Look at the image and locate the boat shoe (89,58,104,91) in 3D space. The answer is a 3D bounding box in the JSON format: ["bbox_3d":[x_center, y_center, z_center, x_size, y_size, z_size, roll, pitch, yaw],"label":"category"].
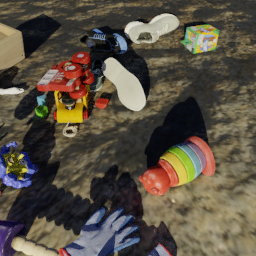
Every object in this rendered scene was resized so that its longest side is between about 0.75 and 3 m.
[{"bbox_3d":[-1.290,-2.101,10.965,0.684,0.580,1.879,4,40,4],"label":"boat shoe"}]

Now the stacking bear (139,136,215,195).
[{"bbox_3d":[1.165,1.033,7.034,1.824,1.037,1.108,-28,48,-22],"label":"stacking bear"}]

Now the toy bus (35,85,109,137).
[{"bbox_3d":[-1.888,-1.073,9.311,2.245,1.160,2.118,30,49,31],"label":"toy bus"}]

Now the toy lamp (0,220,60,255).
[{"bbox_3d":[-1.659,2.465,5.495,2.655,0.773,0.773,16,43,16],"label":"toy lamp"}]

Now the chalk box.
[{"bbox_3d":[3.268,-4.159,13.098,1.553,0.963,0.969,-13,41,-16],"label":"chalk box"}]

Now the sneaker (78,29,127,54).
[{"bbox_3d":[-1.213,-3.876,12.885,1.027,0.925,2.637,-33,44,-29],"label":"sneaker"}]

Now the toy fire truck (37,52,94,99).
[{"bbox_3d":[-1.831,-1.636,8.446,1.363,0.910,1.623,6,45,14],"label":"toy fire truck"}]

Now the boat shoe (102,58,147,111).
[{"bbox_3d":[-0.038,-1.528,10.094,0.783,0.959,2.596,21,24,-54],"label":"boat shoe"}]

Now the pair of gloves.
[{"bbox_3d":[-0.107,2.577,5.444,2.244,0.256,1.804,41,44,24],"label":"pair of gloves"}]

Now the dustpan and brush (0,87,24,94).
[{"bbox_3d":[-5.029,-1.363,10.188,2.326,0.666,1.623,-11,47,-3],"label":"dustpan and brush"}]

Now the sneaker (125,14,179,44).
[{"bbox_3d":[1.356,-4.751,13.902,2.833,1.072,1.303,-19,51,-10],"label":"sneaker"}]

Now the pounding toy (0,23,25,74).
[{"bbox_3d":[-5.954,-3.397,11.916,2.516,1.789,2.317,25,46,12],"label":"pounding toy"}]

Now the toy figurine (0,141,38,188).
[{"bbox_3d":[-3.177,1.029,7.268,1.552,1.367,2.591,7,28,-41],"label":"toy figurine"}]
